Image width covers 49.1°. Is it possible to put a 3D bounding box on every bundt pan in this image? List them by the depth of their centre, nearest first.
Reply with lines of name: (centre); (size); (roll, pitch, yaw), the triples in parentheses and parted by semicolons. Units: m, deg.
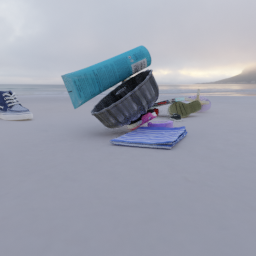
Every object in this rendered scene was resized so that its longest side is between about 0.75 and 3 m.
bundt pan: (0.017, -0.832, 8.839); (2.359, 0.885, 2.359); (-34, 17, 12)

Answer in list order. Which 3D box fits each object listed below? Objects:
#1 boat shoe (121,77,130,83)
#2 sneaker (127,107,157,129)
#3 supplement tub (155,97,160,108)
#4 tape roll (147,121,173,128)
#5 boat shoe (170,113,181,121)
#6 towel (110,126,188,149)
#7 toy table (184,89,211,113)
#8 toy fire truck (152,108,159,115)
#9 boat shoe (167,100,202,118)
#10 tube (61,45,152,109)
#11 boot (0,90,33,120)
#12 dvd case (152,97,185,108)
boat shoe: (-0.219, -1.630, 11.663); (0.396, 1.193, 0.441); (-4, 45, -30)
sneaker: (0.170, -0.808, 10.202); (1.047, 1.242, 2.839); (-26, 15, -4)
supplement tub: (0.794, -1.694, 16.606); (1.462, 1.462, 2.083); (-4, 9, -26)
tape roll: (1.094, -0.060, 9.488); (0.871, 0.286, 0.871); (-4, 6, 0)
boat shoe: (2.165, -0.508, 12.576); (0.393, 0.314, 1.040); (-2, 9, -11)
towel: (0.695, 0.197, 7.961); (1.674, 0.276, 2.312); (2, 8, 21)
toy table: (4.034, -1.501, 16.247); (1.520, 1.397, 0.890); (0, -7, 17)
toy fire truck: (0.801, -0.818, 14.433); (1.572, 0.383, 1.109); (2, 9, 9)
boat shoe: (2.678, -0.879, 13.901); (2.214, 0.827, 0.757); (-9, -8, -36)
tube: (-0.612, -1.755, 9.041); (2.987, 1.157, 0.753); (-30, 27, -20)
boot: (-5.515, -1.102, 13.124); (2.920, 1.319, 1.062); (7, 11, 37)
dvd case: (1.775, -1.238, 14.024); (1.799, 0.198, 1.313); (-13, 1, 30)
